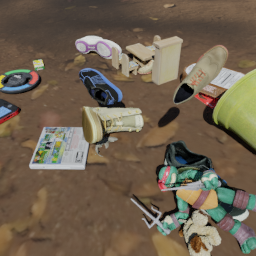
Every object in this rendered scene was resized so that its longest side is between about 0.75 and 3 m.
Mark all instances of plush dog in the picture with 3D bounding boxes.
[{"bbox_3d":[1.578,2.576,6.328,0.883,1.101,0.946,-28,25,19],"label":"plush dog"}]

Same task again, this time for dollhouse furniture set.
[{"bbox_3d":[1.002,-3.486,12.773,2.581,1.829,2.810,-22,45,-25],"label":"dollhouse furniture set"}]

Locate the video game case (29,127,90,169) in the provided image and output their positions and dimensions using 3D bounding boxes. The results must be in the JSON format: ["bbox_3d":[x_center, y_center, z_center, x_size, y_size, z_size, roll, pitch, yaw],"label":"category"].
[{"bbox_3d":[-2.113,0.612,9.116,1.679,0.203,1.842,1,40,1],"label":"video game case"}]

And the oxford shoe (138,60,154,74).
[{"bbox_3d":[1.015,-2.928,13.117,1.432,0.529,0.507,-30,48,-31],"label":"oxford shoe"}]

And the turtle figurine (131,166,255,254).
[{"bbox_3d":[1.683,1.622,6.519,2.944,2.204,1.482,23,42,8],"label":"turtle figurine"}]

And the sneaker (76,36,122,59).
[{"bbox_3d":[-1.403,-4.340,14.477,2.573,0.963,1.282,18,43,20],"label":"sneaker"}]

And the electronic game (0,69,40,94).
[{"bbox_3d":[-4.813,-2.056,12.178,1.873,0.390,1.873,0,39,0],"label":"electronic game"}]

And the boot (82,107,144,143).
[{"bbox_3d":[-0.448,-0.177,8.996,1.999,0.931,2.585,1,14,-12],"label":"boot"}]

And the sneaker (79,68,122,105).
[{"bbox_3d":[-1.063,-1.357,9.079,1.869,0.655,0.728,35,38,26],"label":"sneaker"}]

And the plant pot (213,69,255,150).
[{"bbox_3d":[4.384,-0.220,8.658,2.533,2.533,2.328,-18,54,-21],"label":"plant pot"}]

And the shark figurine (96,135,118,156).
[{"bbox_3d":[-0.862,0.459,9.155,0.605,0.423,1.013,21,42,25],"label":"shark figurine"}]

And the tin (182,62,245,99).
[{"bbox_3d":[3.564,-1.959,11.462,2.897,0.607,1.622,27,54,31],"label":"tin"}]

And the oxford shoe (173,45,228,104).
[{"bbox_3d":[1.311,-0.904,5.124,0.467,1.327,0.496,38,35,3],"label":"oxford shoe"}]

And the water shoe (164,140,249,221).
[{"bbox_3d":[1.999,1.378,7.512,0.970,1.071,2.714,-28,47,-30],"label":"water shoe"}]

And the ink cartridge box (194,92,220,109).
[{"bbox_3d":[3.484,-1.552,11.590,1.489,0.378,1.690,-20,44,-24],"label":"ink cartridge box"}]

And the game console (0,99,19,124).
[{"bbox_3d":[-5.059,-0.539,10.476,1.394,0.245,1.576,27,46,28],"label":"game console"}]

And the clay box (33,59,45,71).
[{"bbox_3d":[-4.327,-3.065,13.552,0.443,0.184,0.771,-14,42,-16],"label":"clay box"}]
